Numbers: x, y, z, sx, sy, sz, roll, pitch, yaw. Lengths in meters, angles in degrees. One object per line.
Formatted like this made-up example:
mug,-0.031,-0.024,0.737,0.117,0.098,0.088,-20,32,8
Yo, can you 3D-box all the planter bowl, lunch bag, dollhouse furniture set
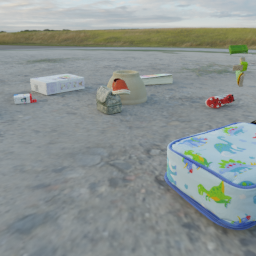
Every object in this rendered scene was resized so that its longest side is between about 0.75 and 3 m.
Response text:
planter bowl,-0.084,-2.089,13.867,2.114,1.423,2.114,1,21,0
lunch bag,-0.858,-1.245,12.103,0.858,1.033,1.231,-11,23,-27
lunch bag,2.431,0.826,6.153,2.949,1.216,2.371,-13,26,-31
dollhouse furniture set,3.642,-2.075,9.456,0.548,1.420,0.710,-3,48,8

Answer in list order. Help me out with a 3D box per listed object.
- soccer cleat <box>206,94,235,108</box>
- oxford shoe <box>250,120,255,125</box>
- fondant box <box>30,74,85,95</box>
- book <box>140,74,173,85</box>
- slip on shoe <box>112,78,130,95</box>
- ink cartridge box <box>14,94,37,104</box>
soccer cleat,4.159,-1.231,12.901,1.597,0.548,0.680,-15,3,-22
oxford shoe,4.096,0.157,8.465,0.853,0.905,2.421,17,26,39
fondant box,-4.027,-2.550,16.119,2.494,0.726,1.799,-20,28,-40
book,1.455,-3.161,18.202,2.410,0.579,1.610,-8,18,-18
slip on shoe,-0.261,-1.361,9.225,0.549,0.454,1.482,0,18,-11
ink cartridge box,-4.988,-1.431,13.617,1.016,0.342,0.590,-7,22,-20
